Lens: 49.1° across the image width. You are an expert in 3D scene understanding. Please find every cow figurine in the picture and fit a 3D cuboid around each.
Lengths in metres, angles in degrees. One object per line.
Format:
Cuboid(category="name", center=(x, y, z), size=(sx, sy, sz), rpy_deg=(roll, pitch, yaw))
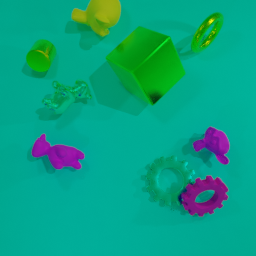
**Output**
Cuboid(category="cow figurine", center=(-1.686, -0.886, 8.042), size=(0.689, 1.235, 1.255), rpy_deg=(37, 96, 36))
Cuboid(category="cow figurine", center=(-1.965, 0.673, 7.731), size=(1.257, 1.277, 0.701), rpy_deg=(28, 102, 47))

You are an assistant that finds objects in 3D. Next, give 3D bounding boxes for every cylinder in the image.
Cuboid(category="cylinder", center=(-2.579, -2.166, 8.372), size=(0.724, 0.724, 0.724), rpy_deg=(5, 43, 1))

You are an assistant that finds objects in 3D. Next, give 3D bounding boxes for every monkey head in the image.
Cuboid(category="monkey head", center=(-0.943, -3.572, 8.485), size=(1.411, 1.182, 1.962), rpy_deg=(11, 55, -15))
Cuboid(category="monkey head", center=(2.319, 0.446, 7.772), size=(0.896, 0.751, 1.246), rpy_deg=(-29, 50, 22))

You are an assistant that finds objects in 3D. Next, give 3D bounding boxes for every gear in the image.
Cuboid(category="gear", center=(1.999, 1.785, 7.289), size=(1.202, 0.222, 1.202), rpy_deg=(-5, 120, -9))
Cuboid(category="gear", center=(1.178, 1.468, 7.793), size=(1.369, 0.253, 1.369), rpy_deg=(0, 75, 0))

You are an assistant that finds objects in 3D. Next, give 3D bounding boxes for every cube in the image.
Cuboid(category="cube", center=(0.495, -1.723, 7.746), size=(1.370, 1.370, 1.370), rpy_deg=(-44, 45, -6))

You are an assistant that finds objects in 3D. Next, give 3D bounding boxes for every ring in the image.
Cuboid(category="ring", center=(2.361, -2.823, 8.349), size=(1.306, 1.306, 0.261), rpy_deg=(-43, 70, -10))
